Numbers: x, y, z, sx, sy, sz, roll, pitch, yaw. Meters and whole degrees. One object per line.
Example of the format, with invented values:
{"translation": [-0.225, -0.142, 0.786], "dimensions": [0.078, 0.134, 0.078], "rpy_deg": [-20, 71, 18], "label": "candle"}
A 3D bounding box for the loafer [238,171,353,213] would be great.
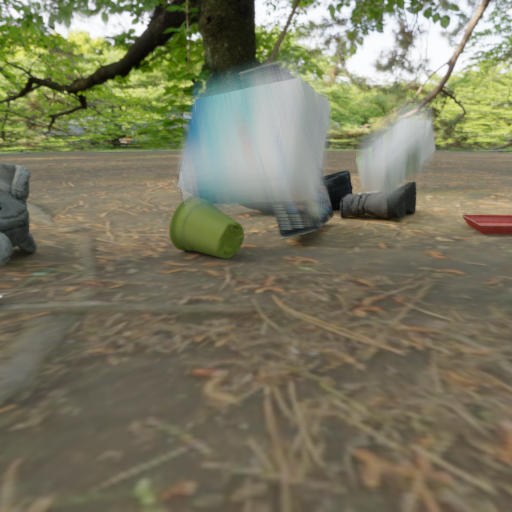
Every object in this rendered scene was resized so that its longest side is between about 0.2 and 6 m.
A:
{"translation": [1.108, -1.850, 15.631], "dimensions": [3.425, 1.202, 1.163], "rpy_deg": [-5, 14, -19], "label": "loafer"}

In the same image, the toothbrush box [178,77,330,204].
{"translation": [-0.046, -1.466, 7.543], "dimensions": [1.859, 1.361, 0.793], "rpy_deg": [3, -11, 38], "label": "toothbrush box"}

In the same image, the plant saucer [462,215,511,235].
{"translation": [5.673, -0.716, 12.979], "dimensions": [1.428, 0.263, 1.431], "rpy_deg": [1, 14, 3], "label": "plant saucer"}

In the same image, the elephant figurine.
{"translation": [-4.911, -0.708, 10.185], "dimensions": [3.088, 2.395, 2.185], "rpy_deg": [13, -28, 13], "label": "elephant figurine"}

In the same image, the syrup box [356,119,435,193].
{"translation": [2.208, -1.593, 8.774], "dimensions": [0.547, 0.529, 1.343], "rpy_deg": [19, 50, 43], "label": "syrup box"}

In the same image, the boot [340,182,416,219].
{"translation": [3.314, -1.516, 15.114], "dimensions": [1.699, 0.901, 2.580], "rpy_deg": [2, 9, 29], "label": "boot"}

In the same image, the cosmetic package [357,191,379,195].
{"translation": [3.507, -1.710, 16.784], "dimensions": [0.913, 0.398, 0.472], "rpy_deg": [-9, 17, -33], "label": "cosmetic package"}

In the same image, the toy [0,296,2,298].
{"translation": [-4.098, 0.657, 7.010], "dimensions": [0.980, 0.402, 1.702], "rpy_deg": [1, 14, 6], "label": "toy"}

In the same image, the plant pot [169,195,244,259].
{"translation": [-0.842, -0.458, 10.529], "dimensions": [1.090, 1.148, 1.148], "rpy_deg": [24, 25, 33], "label": "plant pot"}

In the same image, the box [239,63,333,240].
{"translation": [0.781, -2.262, 12.305], "dimensions": [0.792, 3.442, 2.736], "rpy_deg": [-13, 7, 17], "label": "box"}
